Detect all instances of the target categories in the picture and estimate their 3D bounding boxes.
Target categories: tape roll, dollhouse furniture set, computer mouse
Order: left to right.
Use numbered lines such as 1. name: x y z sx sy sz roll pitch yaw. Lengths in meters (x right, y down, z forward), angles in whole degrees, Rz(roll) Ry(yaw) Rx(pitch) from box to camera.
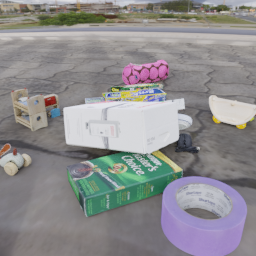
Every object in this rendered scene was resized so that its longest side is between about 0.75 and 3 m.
1. dollhouse furniture set: -3.330 -0.916 10.959 1.286 1.279 1.825 21 32 38
2. computer mouse: 1.899 0.437 9.232 0.769 0.293 1.110 1 25 4
3. tape roll: 1.542 1.780 5.866 1.673 0.711 1.673 0 24 0

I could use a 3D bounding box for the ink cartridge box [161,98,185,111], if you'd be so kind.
1. ink cartridge box: 1.657 -0.864 11.019 1.012 0.425 0.738 -8 0 -2

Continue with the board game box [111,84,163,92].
1. board game box: 0.498 -1.955 13.659 1.384 0.310 2.642 10 16 33

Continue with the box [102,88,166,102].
1. box: 0.266 -1.057 11.702 2.574 0.902 0.828 -7 26 -14

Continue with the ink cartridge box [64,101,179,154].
1. ink cartridge box: -0.178 -0.141 8.492 2.880 1.192 2.110 4 12 35

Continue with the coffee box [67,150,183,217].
1. coffee box: -0.105 1.222 7.189 2.602 0.572 1.600 -11 26 -23

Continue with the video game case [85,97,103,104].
1. video game case: -1.309 -1.166 12.845 1.254 0.146 1.140 -5 25 -10

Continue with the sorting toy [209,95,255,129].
1. sorting toy: 4.346 -0.706 11.076 1.862 0.995 1.676 18 23 36

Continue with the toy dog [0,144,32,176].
1. toy dog: -3.525 0.807 7.942 1.474 0.710 0.972 1 25 2

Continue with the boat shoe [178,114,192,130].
1. boat shoe: 1.132 0.022 9.524 2.105 0.774 0.703 -4 58 34

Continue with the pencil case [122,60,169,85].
1. pencil case: 1.078 -3.169 15.775 2.768 1.297 1.256 -20 37 -37
